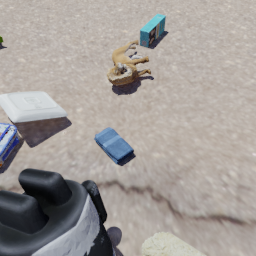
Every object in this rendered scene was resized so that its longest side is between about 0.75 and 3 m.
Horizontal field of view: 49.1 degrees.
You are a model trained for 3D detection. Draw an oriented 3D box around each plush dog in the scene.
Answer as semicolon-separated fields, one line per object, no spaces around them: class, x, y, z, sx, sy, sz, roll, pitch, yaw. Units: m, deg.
plush dog;0.975;3.471;4.847;2.885;2.315;2.478;27;76;23

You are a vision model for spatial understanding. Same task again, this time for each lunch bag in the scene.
lunch bag;-4.087;0.476;8.481;1.290;0.608;1.610;11;48;8

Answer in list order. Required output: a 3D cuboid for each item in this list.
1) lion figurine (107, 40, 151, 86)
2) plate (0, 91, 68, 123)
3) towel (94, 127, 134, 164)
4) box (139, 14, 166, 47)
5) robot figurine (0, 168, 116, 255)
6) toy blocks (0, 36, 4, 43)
lion figurine;-0.132;-2.634;11.314;1.738;1.029;2.838;-15;34;-3
plate;-3.160;-0.798;9.222;1.818;0.294;1.822;-10;35;-39
towel;-0.435;0.512;8.636;0.707;0.307;1.267;-30;53;-24
box;1.172;-4.603;13.157;0.465;0.778;1.892;22;51;19
robot figurine;-1.333;2.168;5.279;2.205;2.935;1.831;-24;27;-10
toy blocks;-6.963;-4.227;12.750;2.247;1.123;1.536;-16;38;-17
